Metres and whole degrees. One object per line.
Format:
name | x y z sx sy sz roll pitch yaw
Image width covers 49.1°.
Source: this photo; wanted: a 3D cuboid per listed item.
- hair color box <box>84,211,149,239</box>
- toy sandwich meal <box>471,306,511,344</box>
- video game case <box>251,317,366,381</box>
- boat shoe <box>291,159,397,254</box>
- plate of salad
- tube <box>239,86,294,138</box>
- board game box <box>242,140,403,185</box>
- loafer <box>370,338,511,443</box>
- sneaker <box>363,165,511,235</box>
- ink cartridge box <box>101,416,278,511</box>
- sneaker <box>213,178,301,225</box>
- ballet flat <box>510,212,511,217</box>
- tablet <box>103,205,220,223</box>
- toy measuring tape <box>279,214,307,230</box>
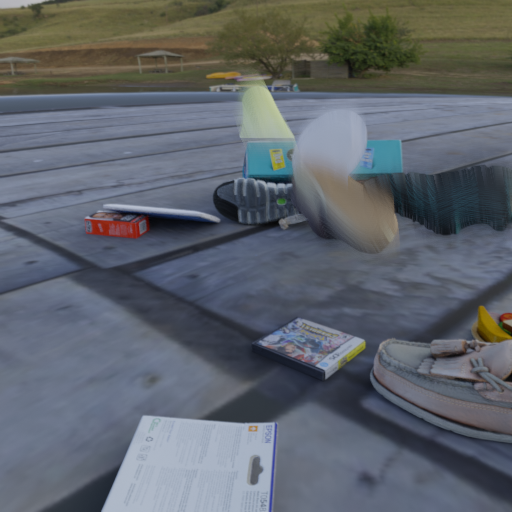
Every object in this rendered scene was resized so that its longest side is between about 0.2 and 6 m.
hair color box | -2.739 -0.623 11.041 1.117 0.342 0.567 5 21 15
toy sandwich meal | 3.257 0.905 6.780 1.292 0.443 1.292 0 20 0
video game case | 0.636 1.084 6.749 1.042 0.133 0.941 16 26 37
boat shoe | 1.219 -0.665 8.501 0.979 0.882 2.722 -1 29 -22
plate of salad | 1.349 -1.932 10.221 1.552 1.552 0.373 20 -6 43
tube | 0.097 -2.132 8.590 0.574 0.513 1.978 -36 26 16
board game box | 1.343 -1.945 12.691 3.221 0.756 2.432 -2 -4 -4
loafer | 2.620 1.194 5.197 3.176 0.998 1.142 14 25 34
sneaker | 2.601 -0.789 8.423 2.378 0.943 0.897 -1 -3 29
ink cartridge box | -0.475 1.817 4.588 1.277 0.259 1.274 2 20 5
sneaker | 0.436 -1.150 11.975 2.527 0.948 1.459 3 6 13
ballet flat | 4.938 -1.130 11.691 2.387 0.752 0.819 -2 6 -7
tablet | -1.874 -0.859 11.315 2.057 0.140 1.339 5 -1 14
toy measuring tape | 1.391 -0.614 10.836 1.921 0.707 0.707 -12 17 15
